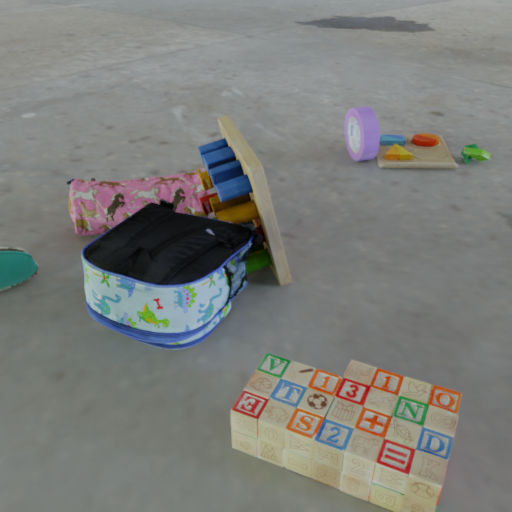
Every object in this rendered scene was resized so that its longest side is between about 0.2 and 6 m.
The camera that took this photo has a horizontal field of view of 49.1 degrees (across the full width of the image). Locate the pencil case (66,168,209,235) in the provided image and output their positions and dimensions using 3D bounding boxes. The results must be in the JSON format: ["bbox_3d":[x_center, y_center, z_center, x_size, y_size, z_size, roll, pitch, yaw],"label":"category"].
[{"bbox_3d":[-1.941,-0.934,9.557,2.380,1.030,0.985,-5,-11,-8],"label":"pencil case"}]

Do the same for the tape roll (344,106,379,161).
[{"bbox_3d":[2.230,-2.584,11.862,0.364,1.109,1.109,-9,35,-10],"label":"tape roll"}]

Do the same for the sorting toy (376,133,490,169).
[{"bbox_3d":[3.780,-2.370,12.246,2.373,0.349,1.754,0,33,2],"label":"sorting toy"}]

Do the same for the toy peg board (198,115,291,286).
[{"bbox_3d":[-0.407,-0.734,8.453,0.990,2.015,2.024,-20,36,-5],"label":"toy peg board"}]

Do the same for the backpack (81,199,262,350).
[{"bbox_3d":[-1.145,0.325,7.129,1.806,1.450,1.973,15,26,18],"label":"backpack"}]

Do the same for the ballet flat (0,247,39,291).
[{"bbox_3d":[-4.134,0.274,8.019,1.860,0.668,0.668,-19,38,-32],"label":"ballet flat"}]

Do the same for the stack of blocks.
[{"bbox_3d":[0.931,1.720,5.838,2.099,0.615,1.208,14,36,21],"label":"stack of blocks"}]
